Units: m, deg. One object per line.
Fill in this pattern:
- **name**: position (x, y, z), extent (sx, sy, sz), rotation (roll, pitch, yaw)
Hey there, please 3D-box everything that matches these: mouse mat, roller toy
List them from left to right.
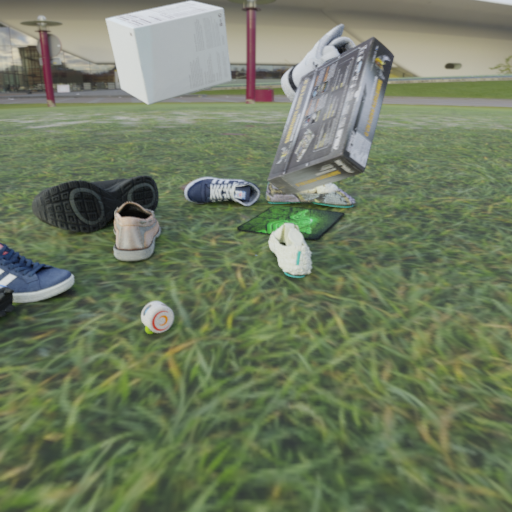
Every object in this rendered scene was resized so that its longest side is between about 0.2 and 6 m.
- **roller toy**: position (-1.508, 0.926, 8.548), extent (0.477, 0.435, 0.333), rotation (-14, 24, -34)
- **mouse mat**: position (0.939, -0.883, 14.151), extent (2.095, 0.098, 2.604), rotation (8, 22, 22)

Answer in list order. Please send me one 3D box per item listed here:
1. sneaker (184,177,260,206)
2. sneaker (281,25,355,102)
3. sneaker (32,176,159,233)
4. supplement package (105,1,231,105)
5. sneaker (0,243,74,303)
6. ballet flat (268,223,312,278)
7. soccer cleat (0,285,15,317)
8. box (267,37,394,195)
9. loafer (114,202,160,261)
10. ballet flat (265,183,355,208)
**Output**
- **sneaker**: position (-0.884, -1.771, 15.668), extent (2.071, 0.726, 1.123), rotation (-7, 19, -26)
- **sneaker**: position (1.840, -4.348, 12.650), extent (1.593, 1.041, 2.771), rotation (-32, 4, 45)
- **sneaker**: position (-4.096, -1.305, 14.035), extent (1.527, 1.277, 3.364), rotation (4, 11, 40)
- **supplement package**: position (-1.358, -3.238, 8.832), extent (1.500, 1.138, 1.130), rotation (-24, 38, -24)
- **sneaker**: position (-4.469, 0.134, 9.829), extent (2.529, 1.069, 0.948), rotation (3, 20, 7)
- **ballet flat**: position (0.739, -0.260, 11.443), extent (0.811, 0.811, 2.260), rotation (-3, 19, -7)
- **soccer cleat**: position (-4.440, 0.876, 8.443), extent (0.791, 0.640, 1.831), rotation (7, 13, 8)
- **box**: position (1.362, -2.526, 10.416), extent (0.619, 2.563, 2.030), rotation (29, -23, -29)
- **loafer**: position (-2.695, -0.775, 12.541), extent (1.076, 0.941, 2.992), rotation (-4, 20, -10)
- **ballet flat**: position (1.501, -1.838, 15.654), extent (2.535, 0.912, 0.912), rotation (4, 20, 11)
